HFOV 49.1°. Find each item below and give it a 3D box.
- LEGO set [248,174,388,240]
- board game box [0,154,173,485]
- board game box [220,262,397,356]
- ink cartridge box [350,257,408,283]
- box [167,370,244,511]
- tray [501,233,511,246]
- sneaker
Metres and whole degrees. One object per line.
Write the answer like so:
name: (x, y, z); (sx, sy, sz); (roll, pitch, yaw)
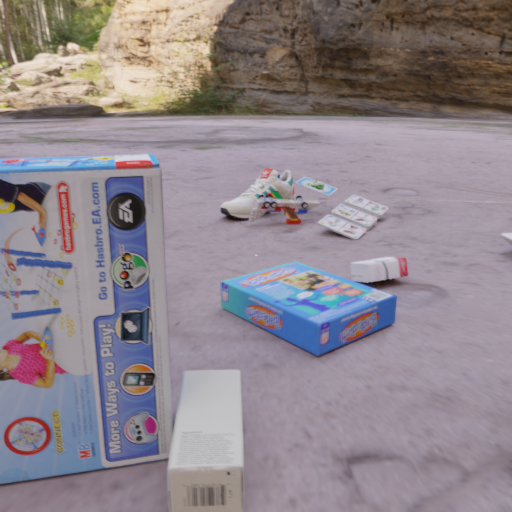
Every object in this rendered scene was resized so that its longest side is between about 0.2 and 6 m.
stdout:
LEGO set: (1.354, -1.136, 13.559); (3.092, 0.759, 2.310); (24, 32, 20)
board game box: (-2.135, 0.572, 4.784); (2.711, 2.768, 0.774); (-4, 18, -13)
board game box: (0.714, 0.673, 8.164); (1.583, 0.468, 2.082); (-14, 22, -37)
ink cartridge box: (2.092, 0.230, 9.570); (0.787, 0.326, 0.578); (-8, 4, -23)
box: (-0.428, 1.637, 5.105); (0.630, 0.525, 1.534); (0, 17, -1)
tray: (6.059, 0.228, 9.671); (1.958, 0.404, 3.647); (-3, 18, -8)
sneaker: (0.053, -1.632, 14.218); (2.419, 1.131, 0.852); (-14, 23, -39)
